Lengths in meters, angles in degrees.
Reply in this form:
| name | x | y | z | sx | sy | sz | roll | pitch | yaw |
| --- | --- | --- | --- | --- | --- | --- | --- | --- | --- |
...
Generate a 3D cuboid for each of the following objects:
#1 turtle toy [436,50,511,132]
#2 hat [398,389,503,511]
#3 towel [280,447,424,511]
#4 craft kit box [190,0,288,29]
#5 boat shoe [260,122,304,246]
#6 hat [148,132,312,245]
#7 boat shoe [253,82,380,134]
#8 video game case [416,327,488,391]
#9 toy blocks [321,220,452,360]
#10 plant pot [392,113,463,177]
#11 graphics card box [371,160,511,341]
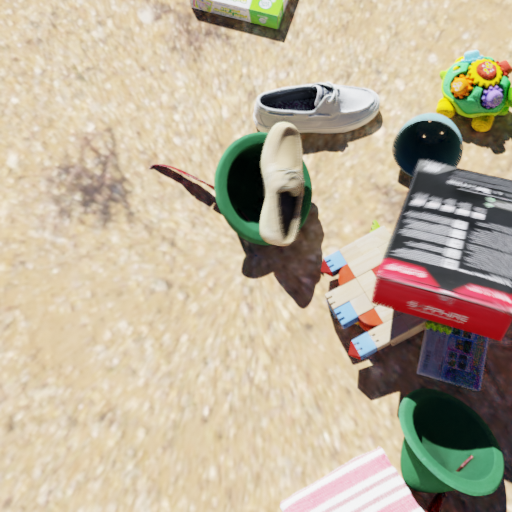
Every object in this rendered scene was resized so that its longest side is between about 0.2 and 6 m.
| name | x | y | z | sx | sy | sz | roll | pitch | yaw |
| --- | --- | --- | --- | --- | --- | --- | --- | --- | --- |
| turtle toy | 4.346 | -3.121 | 10.432 | 1.901 | 0.961 | 1.385 | 22 | 73 | 7 |
| hat | 2.495 | 3.360 | 8.621 | 1.727 | 1.836 | 2.085 | 40 | 35 | 19 |
| towel | 1.658 | 4.223 | 7.914 | 1.857 | 0.380 | 2.537 | -24 | 50 | -9 |
| craft kit box | -0.186 | -5.777 | 11.640 | 1.909 | 0.463 | 1.886 | 16 | 75 | 6 |
| boat shoe | 0.485 | -1.161 | 9.105 | 0.726 | 0.654 | 2.013 | 5 | 95 | -23 |
| hat | -0.335 | -1.289 | 10.231 | 1.829 | 1.943 | 2.208 | -41 | 111 | -19 |
| boat shoe | 1.145 | -2.848 | 10.410 | 2.416 | 0.828 | 0.870 | -2 | 71 | -1 |
| video game case | 3.275 | 1.551 | 9.284 | 1.027 | 0.134 | 1.128 | 16 | 71 | 5 |
| toy blocks | 1.860 | 0.646 | 9.190 | 1.560 | 1.140 | 2.282 | -28 | 66 | 1 |
| plant pot | 3.118 | -2.080 | 10.078 | 1.186 | 1.186 | 0.799 | 22 | 45 | 7 |
| graphics card box | 2.960 | -0.224 | 8.319 | 1.810 | 0.734 | 2.885 | 15 | 48 | 16 |
